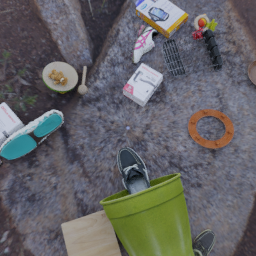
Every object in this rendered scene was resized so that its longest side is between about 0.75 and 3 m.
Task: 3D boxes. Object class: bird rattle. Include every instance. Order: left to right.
[{"bbox_3d":[3.324,-4.567,12.611,1.175,0.662,0.958,-30,103,-2],"label":"bird rattle"}]

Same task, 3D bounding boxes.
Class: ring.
[{"bbox_3d":[3.306,-0.025,11.138,1.794,0.172,1.794,-2,59,3],"label":"ring"}]

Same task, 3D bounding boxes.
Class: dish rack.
[{"bbox_3d":[2.740,-3.146,12.048,2.453,0.669,1.882,-16,80,-2],"label":"dish rack"}]

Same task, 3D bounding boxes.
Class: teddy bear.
[{"bbox_3d":[-2.748,-1.995,11.000,0.591,0.272,0.815,-36,78,-16],"label":"teddy bear"}]

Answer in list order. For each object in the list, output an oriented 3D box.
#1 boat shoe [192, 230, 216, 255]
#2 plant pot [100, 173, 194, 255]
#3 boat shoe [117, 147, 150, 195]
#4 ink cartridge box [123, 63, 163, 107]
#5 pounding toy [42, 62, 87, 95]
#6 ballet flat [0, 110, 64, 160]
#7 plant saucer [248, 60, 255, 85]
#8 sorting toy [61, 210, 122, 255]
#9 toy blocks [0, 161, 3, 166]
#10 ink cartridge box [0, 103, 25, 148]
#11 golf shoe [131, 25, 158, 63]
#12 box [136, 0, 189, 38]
[{"bbox_3d":[2.400,4.270,9.579,1.823,0.599,0.651,-42,76,-13],"label":"boat shoe"},{"bbox_3d":[0.826,3.201,9.053,2.798,2.798,2.694,-18,82,-6],"label":"plant pot"},{"bbox_3d":[0.292,1.808,10.240,1.018,0.812,2.693,-28,67,-1],"label":"boat shoe"},{"bbox_3d":[0.621,-1.806,11.672,1.063,0.619,1.460,33,75,10],"label":"ink cartridge box"},{"bbox_3d":[-2.659,-1.935,11.721,1.820,0.844,1.405,3,65,-20],"label":"pounding toy"},{"bbox_3d":[-3.693,0.209,10.869,2.726,0.978,0.978,-35,74,-10],"label":"ballet flat"},{"bbox_3d":[5.842,-2.289,12.050,1.460,0.267,1.460,0,71,0],"label":"plant saucer"},{"bbox_3d":[-1.248,3.906,9.713,1.686,0.587,1.676,-17,72,-6],"label":"sorting toy"},{"bbox_3d":[-5.645,1.301,10.387,1.228,1.034,1.148,30,73,10],"label":"toy blocks"},{"bbox_3d":[-5.089,0.020,10.988,1.691,0.713,1.235,-40,74,-14],"label":"ink cartridge box"},{"bbox_3d":[0.704,-3.657,12.289,0.900,0.710,1.955,19,72,6],"label":"golf shoe"},{"bbox_3d":[1.464,-5.344,13.022,2.328,0.483,1.386,41,76,15],"label":"box"}]
